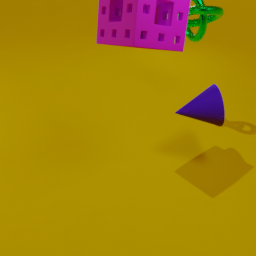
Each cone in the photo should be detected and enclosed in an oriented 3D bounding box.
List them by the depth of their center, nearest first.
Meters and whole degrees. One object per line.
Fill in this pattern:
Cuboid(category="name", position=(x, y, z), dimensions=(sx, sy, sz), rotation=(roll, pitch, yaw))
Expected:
Cuboid(category="cone", position=(1.520, -0.422, 6.262), dimensions=(0.958, 0.954, 0.954), rotation=(-10, 39, 2))

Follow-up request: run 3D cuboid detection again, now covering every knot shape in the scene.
Cuboid(category="knot shape", position=(1.625, -2.564, 6.411), dimensions=(1.100, 1.175, 0.543), rotation=(1, 55, 34))

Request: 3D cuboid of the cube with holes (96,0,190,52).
Cuboid(category="cube with holes", position=(0.238, -1.903, 4.692), dimensions=(1.079, 1.079, 1.079), rotation=(-6, 20, -36))
